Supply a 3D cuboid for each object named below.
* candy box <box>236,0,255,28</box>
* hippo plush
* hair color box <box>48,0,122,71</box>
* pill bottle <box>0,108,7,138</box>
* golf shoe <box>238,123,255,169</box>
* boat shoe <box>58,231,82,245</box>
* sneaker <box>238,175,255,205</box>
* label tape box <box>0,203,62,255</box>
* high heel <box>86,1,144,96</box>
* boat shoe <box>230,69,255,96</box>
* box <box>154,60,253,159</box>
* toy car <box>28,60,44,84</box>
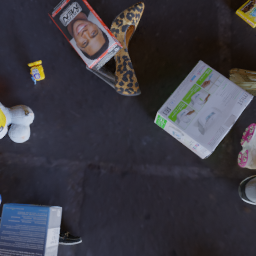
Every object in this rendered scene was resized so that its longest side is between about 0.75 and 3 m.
[{"bbox_3d":[4.934,-4.568,10.418,1.743,0.230,0.891,-43,81,-11],"label":"candy box"},{"bbox_3d":[-3.853,-0.296,8.844,1.574,1.560,1.958,6,88,-29],"label":"hippo plush"},{"bbox_3d":[-1.118,-2.559,7.331,0.967,0.583,1.905,-40,81,14],"label":"hair color box"},{"bbox_3d":[-3.579,-0.253,7.060,0.844,1.507,0.844,2,66,-4],"label":"pill bottle"},{"bbox_3d":[3.960,0.598,8.887,0.677,0.557,1.479,20,79,-9],"label":"golf shoe"},{"bbox_3d":[-1.898,3.190,8.170,1.098,0.415,0.331,0,81,-1],"label":"boat shoe"},{"bbox_3d":[4.505,1.811,8.279,2.412,0.956,0.892,0,76,1],"label":"sneaker"},{"bbox_3d":[-2.801,3.268,7.825,1.558,0.719,2.174,-1,76,16],"label":"label tape box"},{"bbox_3d":[0.229,-2.604,9.368,2.120,1.062,2.974,36,93,15],"label":"high heel"},{"bbox_3d":[4.734,-1.540,9.220,2.687,0.980,0.845,0,79,8],"label":"boat shoe"},{"bbox_3d":[2.343,-0.580,8.846,2.021,1.108,2.291,37,78,10],"label":"box"},{"bbox_3d":[-4.008,-1.399,9.108,2.546,1.249,0.847,-16,107,2],"label":"toy car"}]
